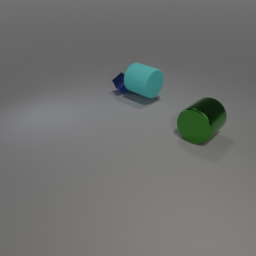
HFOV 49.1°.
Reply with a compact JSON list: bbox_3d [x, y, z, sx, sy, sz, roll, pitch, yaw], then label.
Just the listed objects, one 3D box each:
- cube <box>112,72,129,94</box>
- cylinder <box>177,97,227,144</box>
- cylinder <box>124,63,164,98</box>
[{"bbox_3d":[-0.263,-2.329,14.577,0.700,0.700,0.700,23,34,-55],"label":"cube"},{"bbox_3d":[2.805,-0.298,10.640,1.400,1.400,1.400,22,35,34],"label":"cylinder"},{"bbox_3d":[0.762,-2.312,13.554,1.400,1.400,1.400,27,39,36],"label":"cylinder"}]
